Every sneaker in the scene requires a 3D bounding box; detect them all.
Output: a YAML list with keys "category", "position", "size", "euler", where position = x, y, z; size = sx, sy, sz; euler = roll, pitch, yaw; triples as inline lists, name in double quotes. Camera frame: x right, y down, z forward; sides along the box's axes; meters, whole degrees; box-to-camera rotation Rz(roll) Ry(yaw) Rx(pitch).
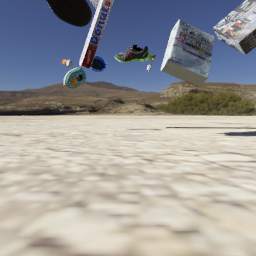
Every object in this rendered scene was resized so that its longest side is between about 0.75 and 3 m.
- category: "sneaker"
  position: [-1.744, -3.260, 6.442]
  size: [2.133, 0.892, 1.288]
  euler: [34, 26, -25]
- category: "sneaker"
  position: [0.222, -3.554, 13.262]
  size: [1.868, 0.783, 0.717]
  euler: [1, 32, 28]

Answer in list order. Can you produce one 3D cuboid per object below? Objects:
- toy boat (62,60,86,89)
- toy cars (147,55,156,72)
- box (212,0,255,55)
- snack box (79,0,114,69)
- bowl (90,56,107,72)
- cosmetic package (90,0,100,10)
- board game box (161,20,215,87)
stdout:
- category: "toy boat"
  position: [-1.565, -1.543, 7.961]
  size: [0.418, 0.898, 0.755]
  euler: [21, 57, 43]
- category: "toy cars"
  position: [1.042, -2.999, 12.865]
  size: [0.201, 0.907, 0.406]
  euler: [22, -3, 5]
- category: "box"
  position: [3.642, -3.145, 7.844]
  size: [0.515, 2.069, 1.631]
  euler: [43, 15, -31]
- category: "snack box"
  position: [-0.893, -3.312, 8.727]
  size: [0.351, 2.888, 1.038]
  euler: [17, 16, -18]
- category: "bowl"
  position: [-1.307, -2.708, 11.870]
  size: [0.800, 0.800, 0.157]
  euler: [-1, -29, -21]
- category: "cosmetic package"
  position: [-0.985, -4.238, 9.266]
  size: [0.286, 0.407, 0.802]
  euler: [7, -35, 51]
- category: "board game box"
  position: [1.614, -1.992, 7.446]
  size: [1.128, 1.529, 0.492]
  euler: [22, -27, -9]
